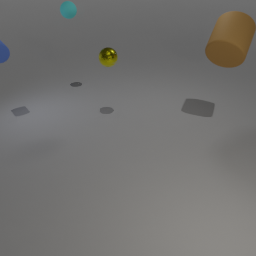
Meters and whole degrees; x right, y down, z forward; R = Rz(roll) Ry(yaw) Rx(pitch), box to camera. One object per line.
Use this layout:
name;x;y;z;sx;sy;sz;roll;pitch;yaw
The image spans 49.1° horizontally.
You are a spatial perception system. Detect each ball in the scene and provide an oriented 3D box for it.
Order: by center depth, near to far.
ball;-0.724;-2.582;10.225;0.700;0.700;0.700;0;30;0
ball;-2.537;-5.025;11.926;0.700;0.700;0.700;0;30;0

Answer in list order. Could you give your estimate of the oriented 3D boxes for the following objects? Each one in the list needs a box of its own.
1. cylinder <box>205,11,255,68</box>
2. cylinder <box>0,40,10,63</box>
cylinder;3.640;-3.124;9.969;1.400;1.400;1.400;16;69;26
cylinder;-4.630;-2.733;9.848;0.700;0.700;0.700;-21;45;-32
